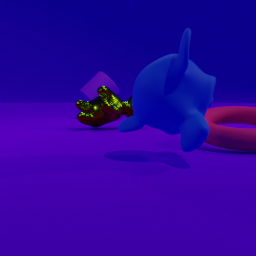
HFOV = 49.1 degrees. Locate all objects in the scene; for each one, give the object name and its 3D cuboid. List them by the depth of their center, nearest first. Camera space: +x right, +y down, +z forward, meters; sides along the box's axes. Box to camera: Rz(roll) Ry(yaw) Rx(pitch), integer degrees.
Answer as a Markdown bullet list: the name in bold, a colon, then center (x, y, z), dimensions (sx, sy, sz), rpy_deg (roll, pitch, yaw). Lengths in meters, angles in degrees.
- **monkey head**: center (0.475, -0.277, 3.130), dimensions (0.884, 1.466, 1.055), rpy_deg (28, 33, -13)
- **ring**: center (1.699, -0.034, 4.226), dimensions (1.480, 0.296, 1.480), rpy_deg (-3, 18, 1)
- **cow figurine**: center (-0.335, -0.413, 6.833), dimensions (1.512, 0.830, 1.488), rpy_deg (-25, -31, 23)
- **cylinder**: center (-1.104, -1.415, 10.892), dimensions (1.119, 1.119, 1.119), rpy_deg (-45, 15, -7)
